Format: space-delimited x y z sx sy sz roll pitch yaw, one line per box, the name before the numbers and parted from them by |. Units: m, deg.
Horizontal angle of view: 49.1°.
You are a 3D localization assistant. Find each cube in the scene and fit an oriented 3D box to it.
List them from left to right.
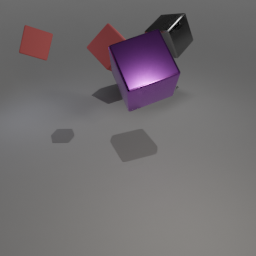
cube | -2.429 -2.233 7.385 0.700 0.700 0.700 12 11 -22
cube | -0.677 -3.467 12.400 1.400 1.400 1.400 47 14 8
cube | 0.402 -1.500 7.547 1.400 1.400 1.400 -21 74 -5
cube | 1.877 -4.181 12.734 1.400 1.400 1.400 18 59 44
